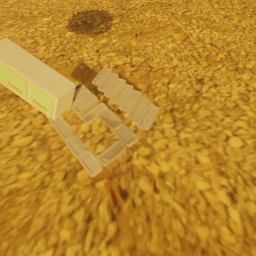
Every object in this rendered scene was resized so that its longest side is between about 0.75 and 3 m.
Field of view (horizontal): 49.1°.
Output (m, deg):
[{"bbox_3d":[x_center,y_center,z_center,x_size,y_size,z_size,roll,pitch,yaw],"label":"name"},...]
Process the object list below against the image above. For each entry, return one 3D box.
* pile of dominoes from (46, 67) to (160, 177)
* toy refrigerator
[{"bbox_3d":[-0.430,-0.179,4.727,1.487,0.304,1.908,-37,49,-10],"label":"pile of dominoes"},{"bbox_3d":[-1.637,-0.803,4.627,1.475,0.560,0.516,34,49,6],"label":"toy refrigerator"}]
